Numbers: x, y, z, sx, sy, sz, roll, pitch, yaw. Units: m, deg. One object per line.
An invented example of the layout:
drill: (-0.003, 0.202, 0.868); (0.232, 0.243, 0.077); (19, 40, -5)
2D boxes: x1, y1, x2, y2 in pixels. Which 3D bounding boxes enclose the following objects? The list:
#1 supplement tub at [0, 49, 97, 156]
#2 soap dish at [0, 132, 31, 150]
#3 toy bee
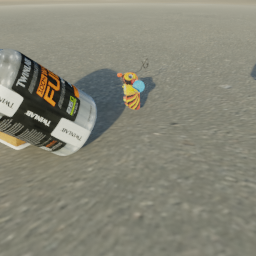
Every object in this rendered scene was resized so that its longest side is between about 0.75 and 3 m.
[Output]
supplement tub: (-2.010, -0.526, 5.680); (2.526, 1.548, 1.548); (30, 6, -41)
soap dish: (-2.852, -0.279, 7.172); (1.874, 0.761, 1.475); (19, 34, 29)
toy bee: (0.041, -1.266, 7.983); (0.778, 1.431, 0.937); (8, -14, -18)
